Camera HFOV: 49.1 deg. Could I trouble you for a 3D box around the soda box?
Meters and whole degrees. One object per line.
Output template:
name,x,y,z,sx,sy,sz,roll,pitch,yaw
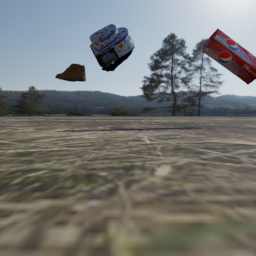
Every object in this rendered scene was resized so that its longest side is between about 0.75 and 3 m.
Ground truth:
soda box,3.615,-2.430,9.602,2.084,0.729,0.661,32,-38,-8

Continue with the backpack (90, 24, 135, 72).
backpack,-0.639,-3.317,11.076,1.658,1.341,1.741,-26,43,-1

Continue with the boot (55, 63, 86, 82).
boot,-2.344,-2.259,11.521,1.827,0.689,0.673,7,6,42
